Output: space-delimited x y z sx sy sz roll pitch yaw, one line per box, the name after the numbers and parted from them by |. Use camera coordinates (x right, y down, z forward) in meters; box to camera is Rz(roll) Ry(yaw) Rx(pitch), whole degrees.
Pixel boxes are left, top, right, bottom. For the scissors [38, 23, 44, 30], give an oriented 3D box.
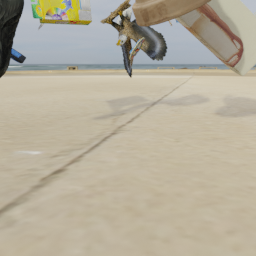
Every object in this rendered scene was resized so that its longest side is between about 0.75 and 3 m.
-2.205 -3.441 8.284 0.499 1.364 0.095 22 15 -20 | scissors

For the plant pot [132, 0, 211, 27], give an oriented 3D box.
0.664 -2.887 4.943 1.754 1.530 1.754 -22 30 13 | plant pot

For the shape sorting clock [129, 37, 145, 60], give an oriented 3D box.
0.288 -2.459 8.709 0.154 0.785 0.785 40 18 2 | shape sorting clock

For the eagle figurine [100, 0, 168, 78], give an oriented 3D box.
0.099 -3.071 9.695 1.663 2.203 1.672 -45 21 -10 | eagle figurine

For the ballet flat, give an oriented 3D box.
-3.060 -2.371 6.644 0.851 2.560 0.727 13 -14 -18 | ballet flat

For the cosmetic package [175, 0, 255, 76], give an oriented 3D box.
2.258 -2.842 7.348 2.875 1.254 1.486 36 19 -15 | cosmetic package

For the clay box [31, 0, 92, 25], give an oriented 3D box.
-1.805 -3.279 7.486 1.589 0.913 0.378 -8 4 -28 | clay box

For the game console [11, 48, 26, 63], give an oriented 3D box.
-3.674 -3.023 7.836 1.495 2.157 2.527 0 16 -19 | game console

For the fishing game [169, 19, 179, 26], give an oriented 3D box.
1.623 -3.859 8.998 1.466 1.050 0.228 -43 17 -35 | fishing game
